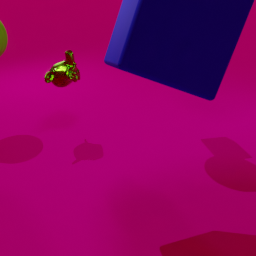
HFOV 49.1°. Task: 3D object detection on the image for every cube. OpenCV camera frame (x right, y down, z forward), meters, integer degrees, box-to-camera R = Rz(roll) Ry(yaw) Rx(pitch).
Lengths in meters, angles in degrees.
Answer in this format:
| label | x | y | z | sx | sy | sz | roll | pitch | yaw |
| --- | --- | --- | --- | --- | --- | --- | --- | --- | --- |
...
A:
| label | x | y | z | sx | sy | sz | roll | pitch | yaw |
| --- | --- | --- | --- | --- | --- | --- | --- | --- | --- |
| cube | 0.576 | -1.312 | 3.926 | 1.358 | 1.358 | 1.358 | 16 | 11 | -16 |

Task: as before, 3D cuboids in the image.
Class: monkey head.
| label | x | y | z | sx | sy | sz | roll | pitch | yaw |
| --- | --- | --- | --- | --- | --- | --- | --- | --- | --- |
| monkey head | -1.681 | -1.519 | 7.231 | 0.764 | 0.912 | 1.268 | -3 | 21 | 11 |

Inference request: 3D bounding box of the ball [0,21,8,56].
| label | x | y | z | sx | sy | sz | roll | pitch | yaw |
| --- | --- | --- | --- | --- | --- | --- | --- | --- | --- |
| ball | -3.890 | -2.393 | 7.322 | 1.364 | 1.364 | 1.364 | 0 | 28 | 0 |
